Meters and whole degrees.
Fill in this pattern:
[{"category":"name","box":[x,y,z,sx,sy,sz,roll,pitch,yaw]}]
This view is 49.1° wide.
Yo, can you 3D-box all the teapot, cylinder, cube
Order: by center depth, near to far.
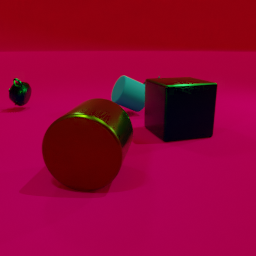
[{"category":"cylinder","box":[-0.613,0.222,4.756,1.258,1.258,1.258,3,17,8]},{"category":"cube","box":[1.274,-0.534,7.127,1.344,1.344,1.344,-5,18,-17]},{"category":"cylinder","box":[0.073,-1.100,9.089,0.932,0.932,0.932,20,8,-26]},{"category":"teapot","box":[-3.788,-1.184,9.720,0.680,1.388,0.863,18,50,-2]}]

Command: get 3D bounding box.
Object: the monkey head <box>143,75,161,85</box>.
[{"category":"monkey head","box":[0.882,-1.529,10.702,1.167,0.703,0.839,-31,3,-2]}]
